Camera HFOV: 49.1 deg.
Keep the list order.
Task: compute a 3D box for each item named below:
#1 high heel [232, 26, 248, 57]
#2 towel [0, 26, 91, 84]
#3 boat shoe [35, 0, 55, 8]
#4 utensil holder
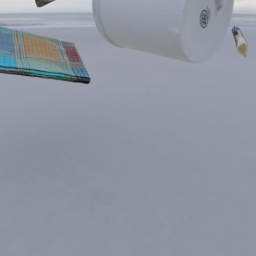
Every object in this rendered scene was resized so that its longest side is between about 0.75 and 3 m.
[{"bbox_3d":[2.932,-2.265,7.294,0.279,0.782,0.557,-21,24,30],"label":"high heel"},{"bbox_3d":[-2.244,-1.754,6.425,2.534,0.275,1.858,2,43,-32],"label":"towel"},{"bbox_3d":[-1.830,-3.033,6.247,0.467,0.460,1.255,-18,30,15],"label":"boat shoe"},{"bbox_3d":[0.615,-2.164,5.131,1.710,1.710,2.012,-22,37,-39],"label":"utensil holder"}]
